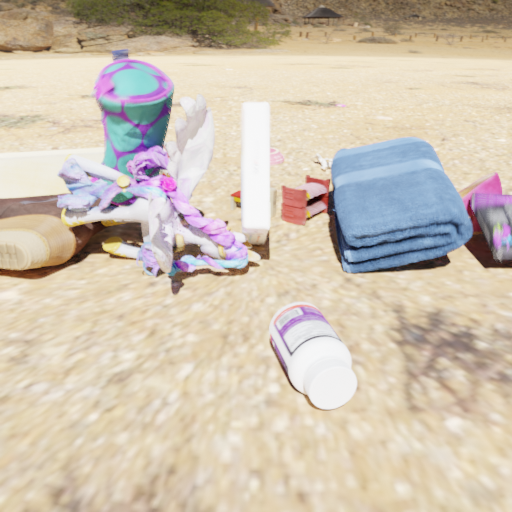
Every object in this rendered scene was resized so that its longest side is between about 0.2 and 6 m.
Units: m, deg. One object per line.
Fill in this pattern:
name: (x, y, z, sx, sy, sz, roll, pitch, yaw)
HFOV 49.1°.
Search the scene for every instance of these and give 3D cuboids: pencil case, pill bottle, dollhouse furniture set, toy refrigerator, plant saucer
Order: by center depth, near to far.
pill bottle: (0.546, 0.950, 5.394, 0.612, 0.612, 1.098, -6, 25, -13)
pencil case: (-1.695, -1.581, 7.459, 0.983, 2.128, 0.905, -6, 60, -19)
dollhouse furniture set: (0.412, -1.089, 9.986, 1.595, 0.649, 0.858, 15, 28, 30)
toy refrigerator: (-3.936, -1.611, 10.988, 2.433, 0.851, 0.924, -6, 18, -15)
plant saucer: (0.158, -2.415, 13.489, 1.042, 0.264, 1.042, -1, 24, 0)

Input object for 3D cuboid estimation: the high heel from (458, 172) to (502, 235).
high heel: (2.789, -0.770, 8.755, 1.998, 0.959, 0.673, -2, 26, 12)

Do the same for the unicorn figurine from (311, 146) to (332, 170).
unicorn figurine: (1.729, -2.150, 12.817, 1.101, 0.406, 0.756, 17, 15, 2)

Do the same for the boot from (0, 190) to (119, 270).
boot: (-3.712, -0.493, 8.430, 2.764, 1.000, 2.299, 11, 22, 14)

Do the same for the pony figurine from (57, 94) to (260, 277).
pony figurine: (-1.277, -0.632, 7.241, 2.511, 2.424, 2.091, 11, 63, 15)

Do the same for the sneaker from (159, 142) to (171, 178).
sneaker: (-2.465, -2.185, 12.345, 1.121, 1.063, 2.730, 13, 17, -25)

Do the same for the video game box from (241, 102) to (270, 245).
video game box: (-0.025, -1.096, 8.034, 0.401, 1.713, 1.560, 0, -7, -4)

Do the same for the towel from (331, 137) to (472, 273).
towel: (2.092, -0.921, 8.670, 1.811, 0.787, 3.244, -10, 28, 11)

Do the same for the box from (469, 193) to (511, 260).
box: (3.618, -0.423, 7.929, 0.860, 0.217, 1.204, 2, 44, -3)
